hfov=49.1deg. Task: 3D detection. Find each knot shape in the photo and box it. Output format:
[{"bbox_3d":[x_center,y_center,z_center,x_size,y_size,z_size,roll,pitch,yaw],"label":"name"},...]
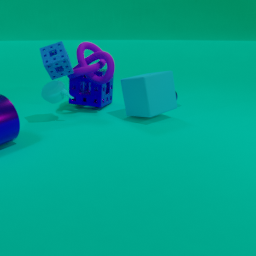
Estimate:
[{"bbox_3d":[-1.399,-2.171,9.775,1.619,0.799,1.730,-30,61,-9],"label":"knot shape"}]

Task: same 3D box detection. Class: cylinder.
[{"bbox_3d":[-3.673,-0.092,7.013,1.328,1.328,1.328,12,22,30],"label":"cylinder"}]

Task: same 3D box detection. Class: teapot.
[{"bbox_3d":[-2.355,-1.133,9.165,1.324,0.648,0.823,5,50,31],"label":"teapot"}]

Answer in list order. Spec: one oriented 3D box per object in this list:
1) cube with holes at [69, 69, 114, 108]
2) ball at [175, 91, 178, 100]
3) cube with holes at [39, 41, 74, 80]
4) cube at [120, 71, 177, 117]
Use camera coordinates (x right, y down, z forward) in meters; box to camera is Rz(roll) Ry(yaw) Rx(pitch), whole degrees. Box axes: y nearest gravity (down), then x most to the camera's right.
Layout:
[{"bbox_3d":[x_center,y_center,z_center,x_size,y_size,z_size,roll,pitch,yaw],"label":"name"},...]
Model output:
[{"bbox_3d":[-1.437,-1.659,11.151,1.344,1.344,1.344,8,16,14],"label":"cube with holes"},{"bbox_3d":[1.659,-1.266,11.352,0.700,0.700,0.700,0,19,0],"label":"ball"},{"bbox_3d":[-2.165,-2.044,8.530,0.712,0.712,0.712,-19,63,-3],"label":"cube with holes"},{"bbox_3d":[0.716,-1.170,9.594,1.301,1.301,1.301,-19,16,-35],"label":"cube"}]
